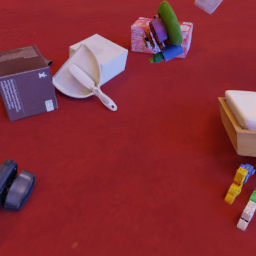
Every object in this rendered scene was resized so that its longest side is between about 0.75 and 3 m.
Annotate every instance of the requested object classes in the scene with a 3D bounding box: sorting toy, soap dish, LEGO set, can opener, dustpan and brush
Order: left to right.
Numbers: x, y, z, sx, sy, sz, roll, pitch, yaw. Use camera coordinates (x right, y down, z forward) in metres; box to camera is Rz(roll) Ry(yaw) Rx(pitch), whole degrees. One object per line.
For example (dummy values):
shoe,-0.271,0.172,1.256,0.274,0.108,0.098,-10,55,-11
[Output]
can opener,-3.048,1.777,6.027,1.065,0.859,2.710,10,39,10
dustpan and brush,-1.361,-1.574,10.067,2.741,1.913,0.785,43,7,4
sorting toy,0.527,-1.569,4.853,0.584,0.854,1.422,-25,8,7
LEGO set,2.910,1.273,6.657,0.800,0.860,2.096,27,46,30
soap dish,3.794,-0.136,7.777,2.202,1.137,2.798,5,24,6

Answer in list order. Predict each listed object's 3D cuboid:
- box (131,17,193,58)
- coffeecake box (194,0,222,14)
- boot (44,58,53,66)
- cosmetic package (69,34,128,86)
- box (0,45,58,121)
box,1.591,-4.324,13.354,2.693,1.286,1.343,12,40,15
coffeecake box,2.753,-4.371,9.429,0.727,0.947,0.346,31,82,-3
boot,-3.779,-2.817,12.277,0.594,0.315,0.902,22,47,17
cosmetic package,-1.212,-2.821,11.455,1.684,1.039,1.689,32,49,18
box,-3.604,-1.608,9.638,1.647,1.664,2.005,-18,42,-21
